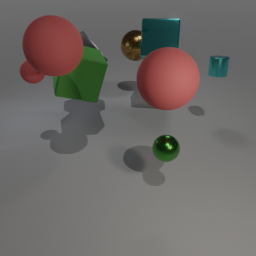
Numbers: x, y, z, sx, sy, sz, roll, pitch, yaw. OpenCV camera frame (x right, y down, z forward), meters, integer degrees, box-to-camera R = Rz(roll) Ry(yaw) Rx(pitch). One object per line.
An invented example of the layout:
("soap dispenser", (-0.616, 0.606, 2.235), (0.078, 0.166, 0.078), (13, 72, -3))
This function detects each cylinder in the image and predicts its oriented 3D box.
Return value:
("cylinder", (3.374, -2.298, 10.429), (0.700, 0.700, 0.700), (0, 23, 0))

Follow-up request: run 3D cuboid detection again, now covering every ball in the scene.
("ball", (-1.777, -1.943, 6.690), (1.400, 1.400, 1.400), (0, 30, 0))
("ball", (-2.736, -1.627, 8.044), (0.700, 0.700, 0.700), (0, 30, 0))
("ball", (0.356, -3.856, 13.112), (1.400, 1.400, 1.400), (0, 30, 0))
("ball", (0.968, 0.516, 7.120), (0.700, 0.700, 0.700), (0, 30, 0))
("ball", (0.891, -1.099, 6.328), (1.400, 1.400, 1.400), (0, 30, 0))

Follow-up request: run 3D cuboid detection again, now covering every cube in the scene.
("cube", (1.283, -3.372, 10.924), (1.400, 1.400, 1.400), (5, 7, 9))
("cube", (-1.796, -2.609, 10.893), (1.400, 1.400, 1.400), (-42, 8, -3))
("cube", (-1.627, -1.848, 9.213), (1.400, 1.400, 1.400), (7, 30, -23))
